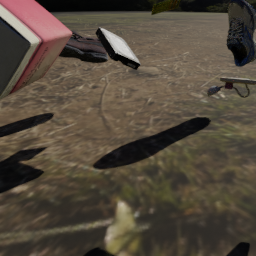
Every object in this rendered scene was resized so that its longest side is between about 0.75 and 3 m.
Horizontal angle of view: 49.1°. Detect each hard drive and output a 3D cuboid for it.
[{"bbox_3d":[-0.282,-2.222,7.795,0.947,0.256,1.356,14,36,-41],"label":"hard drive"}]

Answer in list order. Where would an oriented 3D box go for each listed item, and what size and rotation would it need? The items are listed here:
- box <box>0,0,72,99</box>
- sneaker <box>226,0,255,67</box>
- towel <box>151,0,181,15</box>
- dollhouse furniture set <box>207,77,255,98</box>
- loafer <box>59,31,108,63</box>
[{"bbox_3d":[-2.336,-1.709,5.788,1.247,1.463,2.288,39,23,-9],"label":"box"},{"bbox_3d":[3.752,-3.102,9.354,0.978,2.295,0.884,-39,28,-25],"label":"sneaker"},{"bbox_3d":[1.262,-4.021,9.283,1.015,0.437,0.092,-22,69,-15],"label":"towel"},{"bbox_3d":[2.296,-0.988,4.467,2.069,2.309,2.915,10,11,21],"label":"dollhouse furniture set"},{"bbox_3d":[-1.739,-2.777,9.273,0.998,0.875,2.777,0,1,36],"label":"loafer"}]
